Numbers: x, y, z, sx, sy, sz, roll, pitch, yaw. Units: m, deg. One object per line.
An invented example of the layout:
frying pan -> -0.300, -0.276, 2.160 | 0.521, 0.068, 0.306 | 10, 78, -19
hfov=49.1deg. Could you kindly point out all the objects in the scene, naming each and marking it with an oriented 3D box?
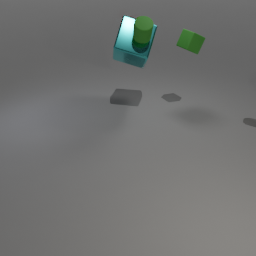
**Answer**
cube -> 0.244, -3.461, 11.444 | 1.400, 1.400, 1.400 | 17, -5, -3
cube -> 2.522, -3.476, 11.273 | 0.700, 0.700, 0.700 | 8, 24, -37
cylinder -> 0.549, -3.612, 10.312 | 0.700, 0.700, 0.700 | 1, 66, -3
